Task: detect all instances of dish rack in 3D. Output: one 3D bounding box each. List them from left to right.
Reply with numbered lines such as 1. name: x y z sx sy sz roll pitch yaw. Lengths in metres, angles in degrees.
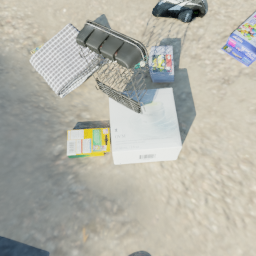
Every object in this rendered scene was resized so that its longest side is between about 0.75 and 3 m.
1. dish rack: -0.323 -1.567 8.091 2.109 2.750 0.750 33 73 27

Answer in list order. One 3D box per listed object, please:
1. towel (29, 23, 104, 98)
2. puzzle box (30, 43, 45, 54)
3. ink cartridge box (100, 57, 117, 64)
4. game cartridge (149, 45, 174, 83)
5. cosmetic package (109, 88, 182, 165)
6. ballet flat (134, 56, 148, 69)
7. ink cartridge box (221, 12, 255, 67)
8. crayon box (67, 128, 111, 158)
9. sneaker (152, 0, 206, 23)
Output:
1. towel: -2.326 -2.602 10.710 2.334 0.999 1.933 -42 79 -1
2. puzzle box: -3.401 -2.961 11.648 0.811 0.155 1.219 -35 71 -15
3. ink cartridge box: -1.161 -3.202 11.619 2.322 0.431 1.100 -7 69 -5
4. game cartridge: 1.293 -2.498 10.947 0.957 0.294 1.437 -3 88 0
5. cosmetic package: 0.525 -0.067 9.720 2.230 1.375 2.237 -5 65 -2
6. ballet flat: 0.534 -2.526 10.656 0.327 0.312 0.928 15 45 16
7. ink cartridge box: 5.265 -3.780 11.842 1.461 0.514 2.449 42 75 17
8. crayon box: -1.387 0.532 9.994 1.512 0.390 0.951 -4 67 -1
9. sneaker: 2.302 -5.086 12.218 2.440 0.811 1.104 -10 64 -7
